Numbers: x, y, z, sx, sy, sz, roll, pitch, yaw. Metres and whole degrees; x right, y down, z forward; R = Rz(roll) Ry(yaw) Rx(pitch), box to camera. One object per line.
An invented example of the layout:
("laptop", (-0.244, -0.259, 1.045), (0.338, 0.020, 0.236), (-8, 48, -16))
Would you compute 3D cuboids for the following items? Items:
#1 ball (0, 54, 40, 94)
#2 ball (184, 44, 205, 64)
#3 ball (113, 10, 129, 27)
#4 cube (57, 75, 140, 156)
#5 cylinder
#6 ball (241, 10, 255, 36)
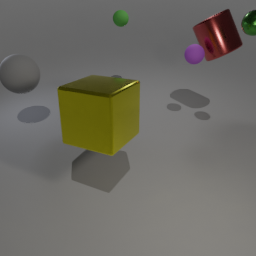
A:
("ball", (-3.869, -1.930, 10.027), (1.400, 1.400, 1.400), (0, 32, 0))
("ball", (2.365, -2.624, 9.972), (0.700, 0.700, 0.700), (0, 32, 0))
("ball", (-0.319, -4.851, 12.399), (0.700, 0.700, 0.700), (0, 32, 0))
("cube", (-0.631, -0.377, 6.633), (1.400, 1.400, 1.400), (12, 26, 25))
("cylinder", (3.299, -3.401, 10.344), (1.400, 1.400, 1.400), (-26, 11, 5))
("ball", (3.622, -3.004, 8.018), (0.700, 0.700, 0.700), (0, 32, 0))
